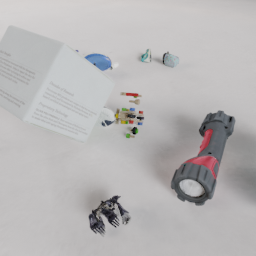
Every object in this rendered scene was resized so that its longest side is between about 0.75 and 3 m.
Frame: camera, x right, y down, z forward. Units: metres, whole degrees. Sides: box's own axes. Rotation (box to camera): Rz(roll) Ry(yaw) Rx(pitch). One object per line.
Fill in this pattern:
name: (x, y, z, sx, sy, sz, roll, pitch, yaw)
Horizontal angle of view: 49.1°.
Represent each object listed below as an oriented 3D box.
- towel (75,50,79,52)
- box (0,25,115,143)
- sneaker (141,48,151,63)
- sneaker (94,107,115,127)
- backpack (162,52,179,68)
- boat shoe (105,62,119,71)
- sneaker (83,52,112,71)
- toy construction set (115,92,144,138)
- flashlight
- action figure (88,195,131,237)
towel: (-3.080, -3.811, 14.555, 0.715, 0.240, 0.969, 6, 33, 21)
box: (-2.205, -1.164, 7.784, 2.405, 2.071, 2.417, 26, -1, 32)
sneaker: (0.915, -3.660, 14.109, 0.500, 0.487, 1.257, -4, 33, 10)
sneaker: (-1.122, -0.819, 9.397, 2.107, 0.841, 1.371, 9, 42, 31)
backpack: (2.034, -3.191, 13.316, 0.787, 0.656, 0.498, 28, 62, 31)
boat shoe: (-0.746, -2.805, 12.966, 0.823, 0.291, 0.285, -26, 41, -20)
sneaker: (-1.923, -2.471, 12.000, 2.555, 1.004, 1.139, -14, 44, -8)
toy construction set: (-0.103, -0.508, 8.677, 0.994, 1.293, 1.079, 8, 26, 21)
flashlight: (1.921, 0.588, 7.024, 0.961, 0.965, 2.839, 31, 43, 4)
action figure: (-0.399, 1.789, 5.639, 0.769, 0.660, 1.294, -31, -5, 1)
